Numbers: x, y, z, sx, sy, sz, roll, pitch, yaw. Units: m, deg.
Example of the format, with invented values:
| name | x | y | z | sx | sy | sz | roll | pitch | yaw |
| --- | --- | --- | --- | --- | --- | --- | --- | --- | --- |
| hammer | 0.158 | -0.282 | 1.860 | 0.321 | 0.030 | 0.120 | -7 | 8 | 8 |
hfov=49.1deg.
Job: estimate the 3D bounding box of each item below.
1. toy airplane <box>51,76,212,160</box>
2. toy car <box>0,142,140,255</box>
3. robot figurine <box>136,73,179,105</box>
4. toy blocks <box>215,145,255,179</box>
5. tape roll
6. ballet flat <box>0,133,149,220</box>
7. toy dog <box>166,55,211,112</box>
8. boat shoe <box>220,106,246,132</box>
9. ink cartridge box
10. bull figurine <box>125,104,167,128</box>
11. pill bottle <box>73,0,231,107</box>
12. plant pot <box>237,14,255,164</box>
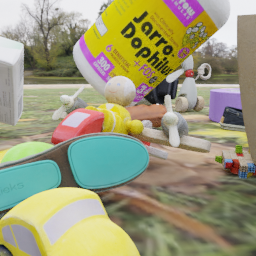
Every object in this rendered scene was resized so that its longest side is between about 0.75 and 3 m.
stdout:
| name | x | y | z | sx | sy | sz | roll | pitch | yaw |
| --- | --- | --- | --- | --- | --- | --- | --- | --- | --- |
| toy airplane | -0.078 | -0.029 | 3.840 | 1.867 | 1.318 | 1.859 | 5 | 7 | -15 |
| toy car | -1.216 | 0.593 | 2.742 | 2.749 | 0.613 | 2.587 | 1 | 11 | 3 |
| robot figurine | 0.853 | -1.978 | 13.371 | 2.962 | 2.226 | 1.848 | 7 | 45 | 31 |
| toy blocks | 1.672 | 0.526 | 4.024 | 0.751 | 0.375 | 0.513 | 2 | 22 | 11 |
| tape roll | 4.058 | -0.699 | 8.735 | 2.927 | 0.960 | 2.927 | 1 | 10 | 0 |
| ballet flat | -0.613 | 0.403 | 2.641 | 1.660 | 0.559 | 0.529 | -12 | -5 | -23 |
| toy dog | 2.277 | -1.635 | 11.247 | 1.571 | 2.382 | 1.147 | 22 | -16 | -23 |
| boat shoe | 3.378 | -0.213 | 7.032 | 2.061 | 0.642 | 0.769 | 8 | 11 | 29 |
| ink cartridge box | -3.687 | -1.203 | 5.944 | 2.774 | 0.695 | 2.232 | 18 | -36 | -10 |
| bull figurine | 0.204 | -0.290 | 7.291 | 2.016 | 0.657 | 1.224 | 1 | 10 | 22 |
| pill bottle | 0.495 | -1.594 | 4.108 | 2.623 | 1.367 | 1.367 | -41 | -6 | 22 |
| plant pot | 2.560 | -0.209 | 3.057 | 2.156 | 1.909 | 2.154 | -3 | 21 | -11 |
